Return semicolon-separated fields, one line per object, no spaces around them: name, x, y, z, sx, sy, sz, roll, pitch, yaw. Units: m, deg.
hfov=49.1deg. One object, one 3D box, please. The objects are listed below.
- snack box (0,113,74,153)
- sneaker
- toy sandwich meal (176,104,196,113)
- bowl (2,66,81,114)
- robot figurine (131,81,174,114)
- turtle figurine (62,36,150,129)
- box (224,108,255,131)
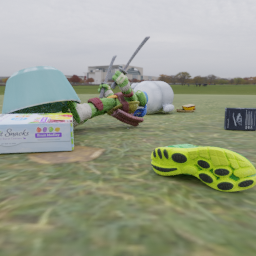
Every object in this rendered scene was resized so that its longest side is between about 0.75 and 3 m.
snack box;-2.476;0.068;6.231;2.476;0.656;1.761;-2;9;-11
sneaker;1.048;0.456;3.952;1.539;0.570;0.643;8;15;43
toy sandwich meal;3.023;-1.028;14.613;1.092;0.374;1.092;0;8;0
bowl;-2.504;-1.010;7.825;2.143;1.121;2.143;-14;-1;0
robot figurine;1.233;-1.516;13.799;2.363;1.574;2.787;35;24;23
turtle figurine;-0.755;-1.226;8.720;2.717;2.802;2.017;-26;33;-27
box;3.437;-0.283;8.583;0.908;0.672;0.474;3;8;16
